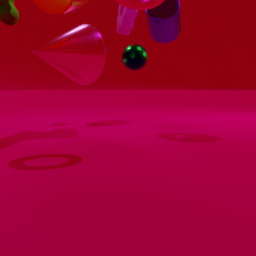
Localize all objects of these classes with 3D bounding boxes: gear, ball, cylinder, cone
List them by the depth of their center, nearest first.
[{"bbox_3d":[-1.376,-2.979,5.843,1.022,1.022,1.022,3,31,16],"label":"cylinder"},{"bbox_3d":[-1.643,-1.807,6.788,1.566,1.566,1.572,6,12,37],"label":"cone"},{"bbox_3d":[0.028,-3.311,7.389,0.297,1.607,1.607,9,6,-13],"label":"gear"},{"bbox_3d":[0.223,-2.303,9.154,0.852,0.852,0.852,0,9,0],"label":"ball"},{"bbox_3d":[1.221,-3.698,9.530,1.134,1.134,1.134,2,-24,13],"label":"cylinder"}]

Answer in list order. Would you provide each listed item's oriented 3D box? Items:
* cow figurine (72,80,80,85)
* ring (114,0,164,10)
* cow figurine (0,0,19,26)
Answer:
[{"bbox_3d":[-1.494,-1.795,9.318,0.885,0.899,0.493,17,-43,-44],"label":"cow figurine"},{"bbox_3d":[0.127,-2.346,4.494,1.131,0.226,1.131,11,-18,4],"label":"ring"},{"bbox_3d":[-2.003,-1.849,3.784,1.384,1.407,0.772,34,20,34],"label":"cow figurine"}]
